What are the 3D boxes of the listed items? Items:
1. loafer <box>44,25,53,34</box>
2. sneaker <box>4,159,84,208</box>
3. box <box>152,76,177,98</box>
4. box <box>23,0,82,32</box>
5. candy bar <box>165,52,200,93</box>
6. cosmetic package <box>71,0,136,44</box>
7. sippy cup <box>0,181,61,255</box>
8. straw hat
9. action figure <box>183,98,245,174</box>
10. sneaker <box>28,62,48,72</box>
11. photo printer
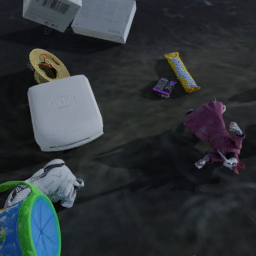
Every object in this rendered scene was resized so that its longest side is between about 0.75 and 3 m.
[{"bbox_3d":[-3.354,-4.422,12.029,0.359,0.315,0.999,8,52,6],"label":"loafer"},{"bbox_3d":[-2.029,1.671,6.919,1.106,0.723,1.925,30,54,25],"label":"sneaker"},{"bbox_3d":[1.268,-1.431,9.763,0.594,0.150,0.831,23,56,17],"label":"box"},{"bbox_3d":[-1.595,-2.731,5.870,0.945,0.949,0.813,11,65,-36],"label":"box"},{"bbox_3d":[1.962,-2.041,10.192,0.549,0.244,2.203,-13,52,-9],"label":"candy bar"},{"bbox_3d":[-0.980,-4.560,11.532,2.262,0.584,1.706,15,77,9],"label":"cosmetic package"},{"bbox_3d":[-2.457,2.364,5.936,1.572,1.684,2.145,-16,35,2],"label":"sippy cup"},{"bbox_3d":[-2.850,-1.876,9.693,1.695,0.717,1.695,36,29,-24],"label":"straw hat"},{"bbox_3d":[2.533,0.346,7.994,1.477,1.642,2.205,-36,68,21],"label":"action figure"},{"bbox_3d":[-3.092,-2.354,10.400,1.179,0.454,0.501,-5,34,-9],"label":"sneaker"},{"bbox_3d":[-1.906,-0.437,8.512,2.009,0.838,2.414,-15,53,-9],"label":"photo printer"}]
